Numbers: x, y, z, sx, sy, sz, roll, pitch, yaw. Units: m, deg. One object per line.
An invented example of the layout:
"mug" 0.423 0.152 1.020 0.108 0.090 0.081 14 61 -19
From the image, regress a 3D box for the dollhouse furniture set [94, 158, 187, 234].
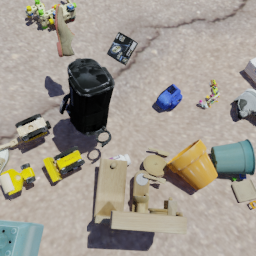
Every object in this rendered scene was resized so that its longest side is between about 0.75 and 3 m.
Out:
"dollhouse furniture set" 0.275 1.981 8.875 2.553 2.684 2.187 6 75 -4

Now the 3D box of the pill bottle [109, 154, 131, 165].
"pill bottle" -0.423 1.349 10.643 1.008 0.566 0.566 -19 64 -10

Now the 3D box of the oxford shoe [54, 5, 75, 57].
"oxford shoe" -2.299 -3.520 10.230 0.674 1.802 0.635 -4 27 -7

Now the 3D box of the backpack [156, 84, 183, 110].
"backpack" 1.737 -1.237 11.831 1.000 0.813 0.839 -38 71 -18

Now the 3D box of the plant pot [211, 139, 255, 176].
"plant pot" 3.836 1.143 10.412 1.319 1.347 1.347 -6 63 6

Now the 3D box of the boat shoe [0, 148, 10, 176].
"boat shoe" -4.942 1.313 10.704 0.518 0.474 1.387 4 63 2

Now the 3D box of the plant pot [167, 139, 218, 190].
"plant pot" 2.445 1.414 10.194 1.525 1.525 1.396 -36 83 -17

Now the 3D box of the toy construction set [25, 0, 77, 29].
"toy construction set" -3.702 -6.116 14.176 2.775 1.278 1.819 -40 69 -7

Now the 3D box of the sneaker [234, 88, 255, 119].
"sneaker" 5.266 -0.542 11.545 1.318 0.857 2.283 -30 56 -9

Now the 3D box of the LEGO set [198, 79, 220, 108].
"LEGO set" 3.692 -1.536 12.103 0.730 0.590 1.586 27 66 13

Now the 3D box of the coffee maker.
"coffee maker" -1.154 -0.881 9.411 2.166 2.255 1.519 35 59 11

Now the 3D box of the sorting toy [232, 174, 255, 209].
"sorting toy" 4.325 2.333 10.355 0.774 0.187 1.374 -14 63 -2

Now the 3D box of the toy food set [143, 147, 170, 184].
"toy food set" 1.056 1.452 10.620 1.001 0.291 1.450 17 48 0

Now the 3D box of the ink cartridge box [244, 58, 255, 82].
"ink cartridge box" 6.433 -2.722 12.622 1.786 0.757 1.301 -26 66 -14

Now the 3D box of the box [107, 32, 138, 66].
"box" -0.188 -2.566 9.060 0.677 0.356 0.826 39 104 29

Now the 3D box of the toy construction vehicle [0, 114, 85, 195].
"toy construction vehicle" -3.478 1.015 10.608 2.968 1.045 2.584 -29 80 -13

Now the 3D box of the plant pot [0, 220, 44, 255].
"plant pot" -3.758 3.678 8.899 1.510 1.538 1.505 4 63 2
